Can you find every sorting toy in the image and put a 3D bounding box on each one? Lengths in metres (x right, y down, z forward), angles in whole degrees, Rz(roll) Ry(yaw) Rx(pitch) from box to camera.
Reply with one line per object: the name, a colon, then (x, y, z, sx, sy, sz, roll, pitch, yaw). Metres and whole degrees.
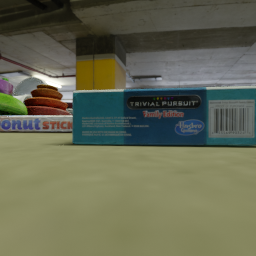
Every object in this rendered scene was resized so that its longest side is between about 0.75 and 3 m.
sorting toy: (-2.763, -0.760, 7.028, 1.781, 1.216, 2.963, -5, -12, 30)

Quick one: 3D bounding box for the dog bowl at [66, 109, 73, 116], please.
dog bowl: (-3.339, -0.666, 18.754, 2.772, 1.092, 2.772, 0, 1, 0)

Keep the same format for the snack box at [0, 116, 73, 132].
snack box: (-2.003, -0.085, 5.908, 2.793, 0.340, 1.004, 0, 1, 8)

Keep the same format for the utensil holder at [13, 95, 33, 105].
utensil holder: (-3.454, -0.445, 8.316, 1.203, 1.022, 1.022, -2, 1, 9)

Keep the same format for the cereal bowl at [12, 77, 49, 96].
cereal bowl: (-3.948, -1.051, 12.050, 2.167, 2.167, 0.902, 0, -6, 27)

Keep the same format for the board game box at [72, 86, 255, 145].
board game box: (0.444, -0.108, 3.239, 1.544, 0.480, 2.045, 0, 1, 9)
